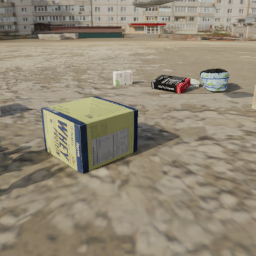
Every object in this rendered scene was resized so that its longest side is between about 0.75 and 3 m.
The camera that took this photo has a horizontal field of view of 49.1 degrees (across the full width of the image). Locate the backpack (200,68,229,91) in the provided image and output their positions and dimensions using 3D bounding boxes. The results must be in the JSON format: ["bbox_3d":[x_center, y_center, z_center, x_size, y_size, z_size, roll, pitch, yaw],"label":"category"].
[{"bbox_3d":[3.967,-2.208,12.638,1.313,1.238,1.610,3,0,5],"label":"backpack"}]

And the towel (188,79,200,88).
[{"bbox_3d":[2.783,-2.205,13.611,1.217,0.293,1.041,-1,20,-2],"label":"towel"}]

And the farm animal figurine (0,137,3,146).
[{"bbox_3d":[-3.979,0.630,4.974,2.546,1.327,2.517,-3,8,9],"label":"farm animal figurine"}]

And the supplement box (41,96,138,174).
[{"bbox_3d":[-0.886,0.050,6.552,1.614,1.085,1.616,-19,28,-40],"label":"supplement box"}]

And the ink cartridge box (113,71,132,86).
[{"bbox_3d":[-0.258,-2.458,13.774,0.882,0.642,0.371,-8,22,-20],"label":"ink cartridge box"}]

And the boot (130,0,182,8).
[{"bbox_3d":[0.930,-3.679,7.618,1.773,0.652,0.847,-8,14,-6],"label":"boot"}]

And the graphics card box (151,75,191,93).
[{"bbox_3d":[1.942,-2.023,12.745,1.551,0.395,0.973,17,40,35],"label":"graphics card box"}]

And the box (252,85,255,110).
[{"bbox_3d":[5.295,-0.900,9.295,0.772,0.943,1.985,-17,25,-36],"label":"box"}]
